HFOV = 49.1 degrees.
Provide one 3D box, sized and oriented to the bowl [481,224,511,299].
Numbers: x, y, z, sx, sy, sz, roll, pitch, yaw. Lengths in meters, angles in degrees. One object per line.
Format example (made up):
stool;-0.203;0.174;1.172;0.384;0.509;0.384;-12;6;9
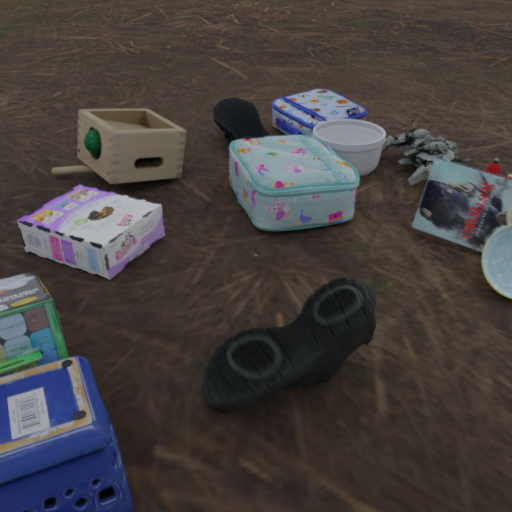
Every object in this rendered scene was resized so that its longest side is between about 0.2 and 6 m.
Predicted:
bowl;3.800;0.131;8.080;1.115;1.115;0.600;11;-8;16

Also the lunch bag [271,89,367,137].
lunch bag;1.425;-3.200;13.111;1.770;0.835;2.209;-18;36;-23

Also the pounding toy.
pounding toy;-2.742;-2.039;11.035;1.965;1.397;1.809;-12;34;-38

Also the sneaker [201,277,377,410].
sneaker;0.455;1.183;6.410;2.239;1.016;0.850;-27;46;-1

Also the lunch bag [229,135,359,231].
lunch bag;0.651;-1.462;10.277;2.052;0.986;2.559;-9;34;-13

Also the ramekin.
ramekin;1.904;-2.224;11.635;1.482;0.778;1.482;0;34;0

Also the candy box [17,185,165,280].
candy box;-2.617;-0.445;9.046;1.757;0.628;1.474;16;36;23

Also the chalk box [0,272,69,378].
chalk box;-2.664;0.993;6.010;1.100;1.094;1.768;-16;19;-25

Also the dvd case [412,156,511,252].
dvd case;3.455;-0.739;8.844;1.693;1.236;0.186;24;22;25

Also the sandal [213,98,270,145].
sandal;-0.258;-2.635;12.514;1.059;0.674;2.818;-11;47;-17

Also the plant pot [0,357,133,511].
plant pot;-1.955;1.768;5.168;1.313;1.180;1.313;-14;36;-21

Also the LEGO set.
LEGO set;3.916;-2.049;11.254;3.174;0.899;2.061;10;34;14
